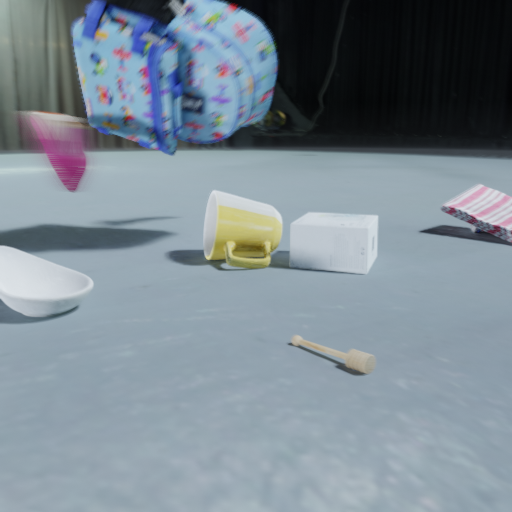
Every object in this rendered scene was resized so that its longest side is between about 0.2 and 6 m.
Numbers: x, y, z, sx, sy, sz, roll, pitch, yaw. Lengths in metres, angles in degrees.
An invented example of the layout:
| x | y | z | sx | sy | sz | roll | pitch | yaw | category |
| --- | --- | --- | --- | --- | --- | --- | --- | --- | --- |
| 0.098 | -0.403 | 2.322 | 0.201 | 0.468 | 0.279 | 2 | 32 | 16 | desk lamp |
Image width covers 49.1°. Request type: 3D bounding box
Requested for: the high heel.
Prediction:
| x | y | z | sx | sy | sz | roll | pitch | yaw | category |
| --- | --- | --- | --- | --- | --- | --- | --- | --- | --- |
| -3.263 | -1.749 | 9.079 | 0.718 | 1.024 | 2.129 | -1 | 19 | -28 | high heel |

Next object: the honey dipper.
| x | y | z | sx | sy | sz | roll | pitch | yaw | category |
| --- | --- | --- | --- | --- | --- | --- | --- | --- | --- |
| 0.738 | 0.950 | 5.607 | 0.191 | 0.191 | 1.005 | -11 | 15 | -39 | honey dipper |

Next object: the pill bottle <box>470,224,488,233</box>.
| x | y | z | sx | sy | sz | roll | pitch | yaw | category |
| --- | --- | --- | --- | --- | --- | --- | --- | --- | --- |
| 5.011 | -0.723 | 11.803 | 0.850 | 0.484 | 0.484 | 1 | 14 | 5 | pill bottle |

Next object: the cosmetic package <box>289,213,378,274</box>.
| x | y | z | sx | sy | sz | roll | pitch | yaw | category |
| --- | --- | --- | --- | --- | --- | --- | --- | --- | --- |
| 1.309 | -0.253 | 9.277 | 1.254 | 0.771 | 1.250 | 3 | 14 | 18 | cosmetic package |

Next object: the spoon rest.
| x | y | z | sx | sy | sz | roll | pitch | yaw | category |
| --- | --- | --- | --- | --- | --- | --- | --- | --- | --- |
| -3.082 | 0.288 | 7.261 | 2.246 | 0.681 | 1.116 | 8 | 16 | 33 | spoon rest |

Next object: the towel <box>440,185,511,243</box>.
| x | y | z | sx | sy | sz | roll | pitch | yaw | category |
| --- | --- | --- | --- | --- | --- | --- | --- | --- | --- |
| 4.950 | -0.918 | 11.417 | 1.390 | 0.284 | 1.900 | -26 | 42 | -30 | towel |

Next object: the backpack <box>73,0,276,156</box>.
| x | y | z | sx | sy | sz | roll | pitch | yaw | category |
| --- | --- | --- | --- | --- | --- | --- | --- | --- | --- |
| -1.324 | -3.186 | 10.022 | 3.085 | 2.817 | 2.076 | 22 | 53 | 6 | backpack |

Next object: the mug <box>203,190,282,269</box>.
| x | y | z | sx | sy | sz | roll | pitch | yaw | category |
| --- | --- | --- | --- | --- | --- | --- | --- | --- | --- |
| -0.214 | -0.337 | 9.573 | 1.199 | 1.460 | 1.169 | 5 | -21 | -16 | mug |
